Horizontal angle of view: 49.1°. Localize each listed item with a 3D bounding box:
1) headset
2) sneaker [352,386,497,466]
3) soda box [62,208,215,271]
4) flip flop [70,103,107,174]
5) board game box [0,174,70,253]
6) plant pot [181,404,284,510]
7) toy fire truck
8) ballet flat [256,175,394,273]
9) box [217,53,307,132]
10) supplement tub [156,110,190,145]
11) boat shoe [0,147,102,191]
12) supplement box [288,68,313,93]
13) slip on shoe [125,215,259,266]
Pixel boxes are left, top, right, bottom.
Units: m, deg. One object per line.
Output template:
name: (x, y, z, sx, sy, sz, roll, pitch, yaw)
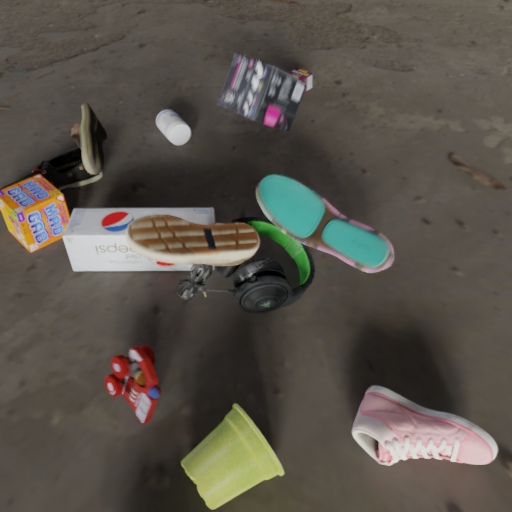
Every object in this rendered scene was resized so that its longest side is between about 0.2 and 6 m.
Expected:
headset: (-0.115, 0.100, 9.488, 2.895, 1.360, 1.788, -23, 65, -41)
sneaker: (2.170, 2.532, 7.540, 1.866, 0.702, 0.975, 19, 43, 27)
soda box: (-2.116, -0.309, 10.542, 2.698, 0.919, 0.859, 0, 42, 1)
flip flop: (-3.350, -2.295, 11.018, 0.573, 0.807, 1.989, -19, 49, 6)
board game box: (-4.389, -0.852, 11.115, 0.964, 0.964, 0.965, -32, 51, -31)
plant pot: (-0.367, 2.664, 7.233, 1.010, 1.099, 1.099, -33, 50, -17)
toy fire truck: (-1.672, 1.824, 8.041, 0.562, 1.003, 0.842, -16, 51, -46)
ballet flat: (1.199, -0.498, 10.088, 2.741, 0.975, 0.948, 31, 85, 13)
box: (0.155, -3.479, 12.036, 1.010, 1.164, 1.761, 27, 15, 23)
supplement tub: (-2.088, -3.234, 14.068, 0.601, 0.601, 0.911, -21, 46, -22)
boat shoe: (-4.584, -1.743, 12.304, 2.438, 0.764, 0.892, -29, 50, -27)
supplement box: (1.116, -4.926, 16.035, 0.625, 0.493, 0.955, 26, 48, 26)
slip on shoe: (-0.913, -0.156, 8.001, 1.917, 0.581, 0.729, -2, 61, -25)
